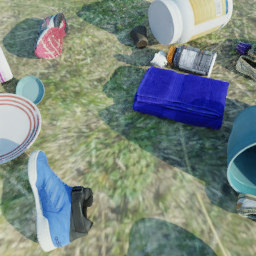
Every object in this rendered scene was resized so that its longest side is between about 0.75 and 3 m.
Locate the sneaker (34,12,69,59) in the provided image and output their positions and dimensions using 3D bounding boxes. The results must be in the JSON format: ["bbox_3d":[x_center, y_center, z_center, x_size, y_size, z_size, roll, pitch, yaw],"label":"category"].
[{"bbox_3d":[-3.150,-3.582,11.131,1.001,1.081,2.681,-7,43,14],"label":"sneaker"}]

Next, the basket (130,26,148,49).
[{"bbox_3d":[0.491,-3.670,11.432,0.723,0.546,0.802,-23,56,18],"label":"basket"}]

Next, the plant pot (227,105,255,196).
[{"bbox_3d":[3.593,0.476,7.369,2.094,2.094,1.967,8,38,6],"label":"plant pot"}]

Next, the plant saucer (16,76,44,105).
[{"bbox_3d":[-3.267,-1.236,9.465,1.039,0.187,1.039,0,89,10],"label":"plant saucer"}]

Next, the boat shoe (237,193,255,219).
[{"bbox_3d":[3.503,2.143,6.879,1.601,0.598,0.548,13,56,22],"label":"boat shoe"}]

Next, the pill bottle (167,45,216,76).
[{"bbox_3d":[2.307,-2.533,10.313,1.660,0.882,0.882,19,54,15],"label":"pill bottle"}]

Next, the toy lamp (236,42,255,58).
[{"bbox_3d":[4.971,-2.710,10.703,0.533,0.533,1.833,-33,60,-23],"label":"toy lamp"}]

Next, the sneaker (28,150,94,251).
[{"bbox_3d":[-1.611,1.568,7.004,1.412,0.974,2.538,-17,58,-5],"label":"sneaker"}]

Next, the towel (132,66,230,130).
[{"bbox_3d":[1.805,-1.146,9.318,2.924,0.724,2.159,14,54,11],"label":"towel"}]

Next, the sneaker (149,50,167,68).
[{"bbox_3d":[1.212,-2.532,10.491,0.558,0.477,1.281,40,34,0],"label":"sneaker"}]

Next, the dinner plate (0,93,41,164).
[{"bbox_3d":[-4.048,0.033,8.590,2.755,0.334,2.755,2,54,-3],"label":"dinner plate"}]

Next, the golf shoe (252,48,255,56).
[{"bbox_3d":[5.734,-2.772,10.298,2.328,0.905,1.100,-13,43,-24],"label":"golf shoe"}]

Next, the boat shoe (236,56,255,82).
[{"bbox_3d":[4.778,-2.079,10.156,1.723,0.560,0.622,36,60,25],"label":"boat shoe"}]

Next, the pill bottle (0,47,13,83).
[{"bbox_3d":[-5.396,-1.930,9.509,2.497,1.402,1.402,-24,56,-18],"label":"pill bottle"}]

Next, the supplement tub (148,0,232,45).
[{"bbox_3d":[2.455,-4.592,11.195,2.815,2.037,2.037,-25,56,-19],"label":"supplement tub"}]
